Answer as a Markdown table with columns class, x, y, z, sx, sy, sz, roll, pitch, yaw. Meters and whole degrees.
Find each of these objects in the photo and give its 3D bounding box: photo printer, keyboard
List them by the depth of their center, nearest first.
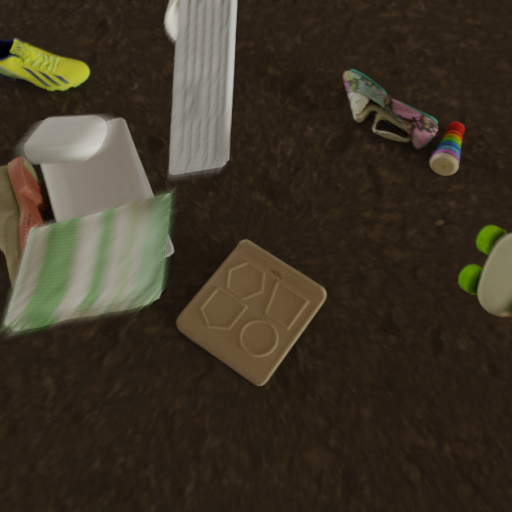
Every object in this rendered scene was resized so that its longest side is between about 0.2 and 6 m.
| class | x | y | z | sx | sy | sz | roll | pitch | yaw |
| --- | --- | --- | --- | --- | --- | --- | --- | --- | --- |
| photo printer | -2.802 | -1.749 | 8.402 | 1.056 | 0.367 | 0.879 | 1 | 46 | 15 |
| keyboard | -0.826 | -3.353 | 8.729 | 1.164 | 0.221 | 4.137 | -1 | 83 | 33 |

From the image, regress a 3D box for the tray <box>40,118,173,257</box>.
| class | x | y | z | sx | sy | sz | roll | pitch | yaw |
| --- | --- | --- | --- | --- | --- | --- | --- | --- | --- |
| tray | -3.106 | -1.149 | 11.343 | 1.960 | 0.405 | 3.650 | -20 | 64 | -9 |

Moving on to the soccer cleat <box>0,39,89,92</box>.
| class | x | y | z | sx | sy | sz | roll | pitch | yaw |
| --- | --- | --- | --- | --- | --- | --- | --- | --- | --- |
| soccer cleat | -5.045 | -4.396 | 12.702 | 2.456 | 1.027 | 0.794 | 11 | 63 | 6 |

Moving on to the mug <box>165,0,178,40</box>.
| class | x | y | z | sx | sy | sz | roll | pitch | yaw |
| --- | --- | --- | --- | --- | --- | --- | --- | --- | --- |
| mug | -0.971 | -4.664 | 10.303 | 1.364 | 1.093 | 1.120 | -16 | 52 | 17 |

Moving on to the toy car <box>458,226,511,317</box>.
| class | x | y | z | sx | sy | sz | roll | pitch | yaw |
| --- | --- | --- | --- | --- | --- | --- | --- | --- | --- |
| toy car | 3.465 | 0.315 | 6.975 | 1.335 | 1.053 | 1.097 | 12 | 16 | -30 |

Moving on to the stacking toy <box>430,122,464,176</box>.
| class | x | y | z | sx | sy | sz | roll | pitch | yaw |
| --- | --- | --- | --- | --- | --- | --- | --- | --- | --- |
| stacking toy | 4.156 | -2.360 | 11.940 | 0.572 | 0.572 | 1.341 | 22 | 60 | 11 |

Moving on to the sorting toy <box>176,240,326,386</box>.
| class | x | y | z | sx | sy | sz | roll | pitch | yaw |
| --- | --- | --- | --- | --- | --- | --- | --- | --- | --- |
| sorting toy | -0.079 | 0.999 | 10.261 | 1.983 | 0.391 | 2.142 | 32 | 71 | 16 |

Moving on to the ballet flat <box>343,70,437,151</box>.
| class | x | y | z | sx | sy | sz | roll | pitch | yaw |
| --- | --- | --- | --- | --- | --- | --- | --- | --- | --- |
| ballet flat | 2.725 | -3.151 | 12.244 | 2.515 | 0.869 | 0.895 | 39 | 90 | 18 |

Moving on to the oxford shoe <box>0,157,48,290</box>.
| class | x | y | z | sx | sy | sz | roll | pitch | yaw |
| --- | --- | --- | --- | --- | --- | --- | --- | --- | --- |
| oxford shoe | -4.605 | -0.391 | 10.647 | 1.204 | 1.154 | 3.261 | -22 | 56 | 0 |

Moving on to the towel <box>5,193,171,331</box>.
| class | x | y | z | sx | sy | sz | roll | pitch | yaw |
| --- | --- | --- | --- | --- | --- | --- | --- | --- | --- |
| towel | -2.304 | 0.071 | 7.711 | 2.312 | 0.270 | 1.764 | -13 | 54 | 18 |
